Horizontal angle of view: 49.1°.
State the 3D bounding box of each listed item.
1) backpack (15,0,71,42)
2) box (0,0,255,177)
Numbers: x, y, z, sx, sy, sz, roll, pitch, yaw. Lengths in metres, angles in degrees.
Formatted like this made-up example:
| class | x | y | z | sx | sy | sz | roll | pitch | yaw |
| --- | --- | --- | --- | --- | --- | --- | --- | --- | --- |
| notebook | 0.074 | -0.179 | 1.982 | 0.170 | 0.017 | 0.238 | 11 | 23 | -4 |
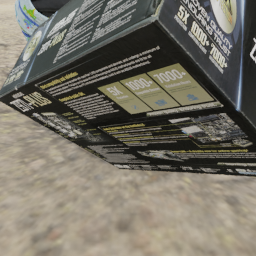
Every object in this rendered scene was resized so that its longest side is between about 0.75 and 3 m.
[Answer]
| class | x | y | z | sx | sy | sz | roll | pitch | yaw |
| --- | --- | --- | --- | --- | --- | --- | --- | --- | --- |
| backpack | -0.925 | -1.849 | 4.579 | 1.310 | 1.390 | 1.703 | -21 | -15 | 42 |
| box | 0.169 | -0.409 | 3.066 | 2.603 | 2.131 | 1.121 | -7 | 57 | 49 |
